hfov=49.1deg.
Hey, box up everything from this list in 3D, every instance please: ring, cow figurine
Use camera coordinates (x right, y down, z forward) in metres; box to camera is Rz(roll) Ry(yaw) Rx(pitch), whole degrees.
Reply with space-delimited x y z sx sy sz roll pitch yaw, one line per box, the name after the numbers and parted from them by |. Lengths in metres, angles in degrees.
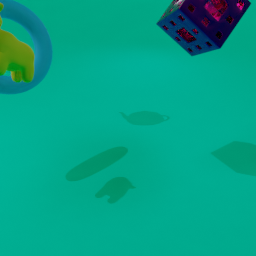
-2.067 -1.373 4.766 1.598 1.598 0.320 -23 18 -31 | ring
-1.738 -1.211 3.904 0.570 1.022 1.039 7 0 34 | cow figurine

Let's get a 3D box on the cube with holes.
1.202 -1.871 4.605 0.890 0.890 0.890 36 -5 -17 | cube with holes
